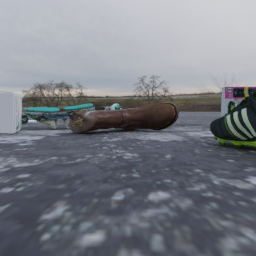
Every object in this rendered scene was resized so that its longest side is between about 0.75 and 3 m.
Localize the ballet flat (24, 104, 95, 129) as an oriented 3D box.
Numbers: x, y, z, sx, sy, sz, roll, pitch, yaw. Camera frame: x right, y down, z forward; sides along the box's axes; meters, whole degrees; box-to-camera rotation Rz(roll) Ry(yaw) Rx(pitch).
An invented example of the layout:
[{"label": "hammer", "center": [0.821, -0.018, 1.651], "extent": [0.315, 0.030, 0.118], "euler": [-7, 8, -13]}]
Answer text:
[{"label": "ballet flat", "center": [-2.349, -0.360, 9.836], "extent": [2.439, 0.906, 0.906], "euler": [-5, 5, -15]}]

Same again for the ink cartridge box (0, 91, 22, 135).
[{"label": "ink cartridge box", "center": [-3.658, -0.470, 8.404], "extent": [0.697, 1.201, 1.659], "euler": [1, 4, -13]}]

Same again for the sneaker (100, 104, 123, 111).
[{"label": "sneaker", "center": [-1.222, -0.935, 17.069], "extent": [1.603, 0.891, 2.292], "euler": [-2, -6, 8]}]

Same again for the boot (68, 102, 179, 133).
[{"label": "boot", "center": [-0.172, -0.288, 8.312], "extent": [2.472, 0.852, 2.652], "euler": [-14, -10, 43]}]

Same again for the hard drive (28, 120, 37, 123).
[{"label": "hard drive", "center": [-4.950, -0.296, 13.452], "extent": [0.960, 0.126, 0.633], "euler": [-4, 5, -39]}]

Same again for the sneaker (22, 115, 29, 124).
[{"label": "sneaker", "center": [-5.053, -0.333, 12.273], "extent": [0.566, 0.512, 1.329], "euler": [-9, -8, 30]}]

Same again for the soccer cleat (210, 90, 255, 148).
[{"label": "soccer cleat", "center": [2.226, -0.150, 4.853], "extent": [0.914, 1.097, 2.707], "euler": [-1, 4, -7]}]

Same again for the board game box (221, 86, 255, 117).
[{"label": "board game box", "center": [5.965, -1.170, 13.909], "extent": [2.444, 1.803, 0.786], "euler": [0, 4, 4]}]
